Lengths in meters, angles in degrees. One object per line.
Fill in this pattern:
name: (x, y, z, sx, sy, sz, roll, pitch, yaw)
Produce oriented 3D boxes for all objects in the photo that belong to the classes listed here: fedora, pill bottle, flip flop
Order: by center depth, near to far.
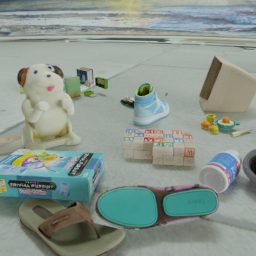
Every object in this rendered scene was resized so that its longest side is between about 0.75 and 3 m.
flip flop: (-1.152, 1.682, 5.172, 2.459, 0.708, 0.997, 14, 23, 36)
fedora: (3.324, 1.116, 6.665, 1.179, 0.602, 1.334, 5, 32, 16)
pill bottle: (2.316, 0.991, 6.828, 0.705, 0.705, 1.256, 18, 31, 35)

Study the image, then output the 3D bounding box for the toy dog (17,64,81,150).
toy dog: (-2.513, -0.775, 8.738, 1.698, 2.433, 2.359, -9, 25, -22)

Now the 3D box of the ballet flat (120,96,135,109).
ballet flat: (0.071, -1.185, 12.250, 0.406, 0.408, 1.193, -19, 29, -34)

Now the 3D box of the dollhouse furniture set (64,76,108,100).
dollhouse furniture set: (-1.960, -1.935, 13.257, 2.011, 1.005, 0.777, -19, 30, -39)

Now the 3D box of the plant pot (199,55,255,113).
plant pot: (4.249, -1.700, 11.756, 1.764, 1.990, 1.992, 16, 24, 0)

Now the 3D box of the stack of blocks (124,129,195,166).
stack of blocks: (0.865, 0.530, 8.051, 1.952, 0.572, 1.124, 2, 23, 5)

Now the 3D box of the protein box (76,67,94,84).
protein box: (-2.421, -2.930, 15.778, 0.805, 0.811, 0.547, 19, 30, 36)

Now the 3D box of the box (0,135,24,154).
box: (-3.614, 0.505, 8.396, 0.905, 0.352, 0.430, -9, 25, -20)

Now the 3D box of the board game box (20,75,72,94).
board game box: (-4.284, -2.377, 15.033, 2.745, 0.400, 1.847, -7, 24, -16)

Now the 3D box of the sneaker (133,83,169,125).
sneaker: (0.976, -1.096, 10.724, 0.885, 1.453, 2.226, 12, 26, 28)

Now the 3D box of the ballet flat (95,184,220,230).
ballet flat: (0.549, 1.478, 5.441, 2.364, 0.817, 0.841, -4, -11, -7)

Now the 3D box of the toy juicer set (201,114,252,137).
toy juicer set: (3.320, -0.111, 9.717, 1.638, 0.446, 1.042, 19, 30, 36)

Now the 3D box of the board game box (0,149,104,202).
board game box: (-1.846, 1.024, 6.577, 2.301, 0.540, 1.737, 2, 13, 4)
